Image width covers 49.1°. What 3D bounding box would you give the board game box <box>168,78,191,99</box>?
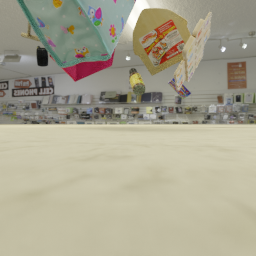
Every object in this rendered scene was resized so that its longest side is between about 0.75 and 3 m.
[{"bbox_3d":[2.153,-1.676,11.756,0.214,0.957,0.643,-45,2,-7],"label":"board game box"}]

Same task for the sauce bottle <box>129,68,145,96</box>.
[{"bbox_3d":[0.346,-2.083,12.214,0.563,0.563,1.741,0,40,-12],"label":"sauce bottle"}]

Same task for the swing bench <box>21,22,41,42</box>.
[{"bbox_3d":[-1.702,-2.868,7.403,1.586,1.578,1.029,26,-33,-7],"label":"swing bench"}]

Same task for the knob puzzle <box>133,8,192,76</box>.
[{"bbox_3d":[1.199,-3.432,10.550,2.553,2.553,0.354,0,30,17],"label":"knob puzzle"}]

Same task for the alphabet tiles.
[{"bbox_3d":[2.239,-2.505,9.457,0.181,2.419,2.473,29,-4,17],"label":"alphabet tiles"}]

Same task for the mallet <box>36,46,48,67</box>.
[{"bbox_3d":[-2.309,-1.923,7.427,0.280,0.448,1.360,-5,20,-20],"label":"mallet"}]

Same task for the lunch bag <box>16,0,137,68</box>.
[{"bbox_3d":[-1.077,-2.927,5.339,1.632,2.280,2.677,-2,-39,28],"label":"lunch bag"}]

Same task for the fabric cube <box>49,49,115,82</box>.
[{"bbox_3d":[-1.710,-3.160,10.473,1.821,1.793,1.827,-32,-25,-31],"label":"fabric cube"}]
